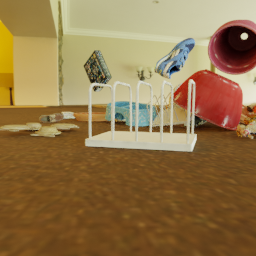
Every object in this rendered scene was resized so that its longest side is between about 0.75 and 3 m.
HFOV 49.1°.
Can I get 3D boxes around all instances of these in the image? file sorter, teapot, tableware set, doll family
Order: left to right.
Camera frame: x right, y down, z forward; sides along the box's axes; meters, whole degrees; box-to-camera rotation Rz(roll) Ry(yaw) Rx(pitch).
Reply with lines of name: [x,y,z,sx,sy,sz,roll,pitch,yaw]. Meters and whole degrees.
tableware set: [-2.927,0.029,9.424,2.005,0.278,2.400,3,6,11]
file sorter: [0.410,-0.373,7.097,2.517,1.567,1.747,1,6,17]
file sorter: [1.693,-0.823,11.155,1.588,0.989,1.102,-6,31,33]
teapot: [2.945,-1.124,13.969,2.167,2.139,1.583,21,-32,-1]
doll family: [3.771,-0.086,8.185,1.076,0.781,1.733,-5,30,42]

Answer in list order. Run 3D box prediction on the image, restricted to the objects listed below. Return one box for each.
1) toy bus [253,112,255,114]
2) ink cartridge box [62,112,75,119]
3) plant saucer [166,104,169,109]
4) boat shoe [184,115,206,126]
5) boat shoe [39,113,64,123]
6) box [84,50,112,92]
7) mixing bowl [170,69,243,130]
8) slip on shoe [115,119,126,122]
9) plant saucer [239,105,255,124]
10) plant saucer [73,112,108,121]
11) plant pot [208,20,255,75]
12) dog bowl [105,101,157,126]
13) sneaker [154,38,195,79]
toy bus: [7.459,-0.676,15.363,1.293,0.421,0.506,-2,6,-18]
ink cartridge box: [-3.141,-0.773,16.607,1.516,0.433,1.232,-6,7,-15]
plant saucer: [3.473,-1.187,15.796,2.620,0.423,2.620,-8,-22,-3]
boat shoe: [2.933,-0.435,11.803,0.589,0.654,1.849,16,20,32]
boat shoe: [-3.645,-0.445,13.367,1.160,0.439,0.416,-11,12,-13]
box: [-1.374,-2.520,12.441,0.333,1.447,1.150,-10,-21,-41]
mixing bowl: [3.193,-1.246,10.548,2.818,1.526,2.818,22,18,-8]
slip on shoe: [-0.278,-0.612,14.200,0.657,0.523,1.727,1,6,5]
plant saucer: [4.671,-1.030,12.916,2.763,0.446,2.763,25,26,-13]
plant saucer: [-1.810,-0.597,14.728,2.112,0.395,2.112,-1,6,0]
plant pot: [3.356,-2.575,8.461,1.553,1.553,1.390,4,35,32]
dog bowl: [0.102,-0.711,12.624,1.554,0.691,2.788,-17,21,-41]
sneaker: [2.430,-3.293,13.496,0.996,2.421,0.895,47,1,29]
